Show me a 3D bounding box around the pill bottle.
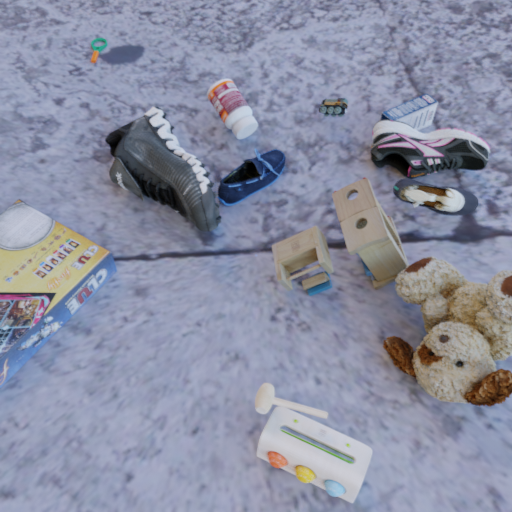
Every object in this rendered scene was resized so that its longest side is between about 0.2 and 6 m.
[{"bbox_3d":[-0.509,-3.217,12.304,0.669,0.669,1.220,-28,78,-20],"label":"pill bottle"}]

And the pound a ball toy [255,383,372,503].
[{"bbox_3d":[0.684,2.650,7.785,1.746,1.138,0.742,21,46,15],"label":"pound a ball toy"}]

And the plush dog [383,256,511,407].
[{"bbox_3d":[3.224,1.340,8.796,2.350,1.886,2.019,14,63,46],"label":"plush dog"}]

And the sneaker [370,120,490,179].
[{"bbox_3d":[3.543,-2.023,11.729,2.432,0.977,1.050,12,65,19],"label":"sneaker"}]

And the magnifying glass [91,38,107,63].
[{"bbox_3d":[-4.179,-5.405,14.723,0.418,0.118,1.049,1,50,0],"label":"magnifying glass"}]

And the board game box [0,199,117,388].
[{"bbox_3d":[-4.511,0.759,9.618,2.405,0.614,3.551,28,57,20],"label":"board game box"}]

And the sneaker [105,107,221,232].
[{"bbox_3d":[-1.970,-1.557,11.105,1.656,1.216,3.660,-24,53,-14],"label":"sneaker"}]

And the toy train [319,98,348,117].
[{"bbox_3d":[1.722,-3.308,12.447,0.682,0.291,0.389,12,86,34],"label":"toy train"}]

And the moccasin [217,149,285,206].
[{"bbox_3d":[-0.022,-1.695,11.511,0.736,0.624,1.829,33,59,23],"label":"moccasin"}]

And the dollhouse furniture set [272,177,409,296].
[{"bbox_3d":[1.484,-0.152,10.130,1.999,1.409,1.401,-24,49,19],"label":"dollhouse furniture set"}]

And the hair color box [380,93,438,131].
[{"bbox_3d":[3.384,-3.073,12.554,1.321,0.661,0.400,-25,57,-19],"label":"hair color box"}]

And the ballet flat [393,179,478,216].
[{"bbox_3d":[3.421,-1.084,10.664,1.626,0.594,0.594,15,54,8],"label":"ballet flat"}]
